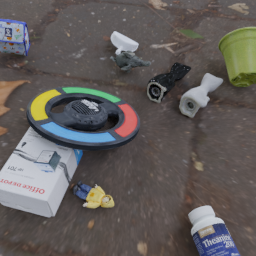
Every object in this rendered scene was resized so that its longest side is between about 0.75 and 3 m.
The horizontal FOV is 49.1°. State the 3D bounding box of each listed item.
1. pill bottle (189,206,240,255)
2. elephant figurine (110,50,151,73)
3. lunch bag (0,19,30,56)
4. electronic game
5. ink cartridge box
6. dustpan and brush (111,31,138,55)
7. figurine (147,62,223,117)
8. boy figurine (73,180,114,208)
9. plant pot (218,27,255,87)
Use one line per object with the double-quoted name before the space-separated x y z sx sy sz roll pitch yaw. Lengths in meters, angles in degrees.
"pill bottle" 1.703 2.258 5.591 0.713 0.713 1.285 -12 51 -10
"elephant figurine" 0.076 -2.139 8.935 0.831 0.758 1.072 -37 24 -5
"lunch bag" -3.916 -3.081 9.396 1.059 1.246 0.772 4 60 -13
"electronic game" -1.103 -0.355 7.278 2.895 0.602 2.895 10 31 -6
"ink cartridge box" -2.034 0.958 6.579 1.345 0.789 1.837 11 47 8
"dustpan and brush" -0.209 -2.887 9.803 1.037 0.425 1.486 26 26 -6
"figurine" 1.800 -1.323 8.540 1.828 0.787 1.784 27 51 23
"boy figurine" -0.786 1.582 6.411 0.986 0.318 0.613 22 46 20
"plant pot" 3.640 -2.095 8.730 1.498 1.498 1.377 2 73 2
